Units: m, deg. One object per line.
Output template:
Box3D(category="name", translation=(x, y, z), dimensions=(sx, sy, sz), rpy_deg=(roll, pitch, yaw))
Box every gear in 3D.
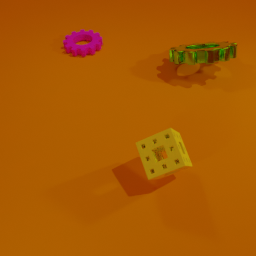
Box3D(category="gear", translation=(-1.556, -2.960, 9.695), dimensions=(1.317, 0.244, 1.317), rpy_deg=(-1, 48, 1))
Box3D(category="gear", translation=(2.260, -2.304, 8.526), dimensions=(1.972, 0.365, 1.972), rpy_deg=(-6, 22, 2))

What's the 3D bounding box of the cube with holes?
Box3D(category="cube with holes", translation=(0.761, 0.560, 5.809), dimensions=(0.786, 0.786, 0.786), rpy_deg=(-24, 73, 18))
